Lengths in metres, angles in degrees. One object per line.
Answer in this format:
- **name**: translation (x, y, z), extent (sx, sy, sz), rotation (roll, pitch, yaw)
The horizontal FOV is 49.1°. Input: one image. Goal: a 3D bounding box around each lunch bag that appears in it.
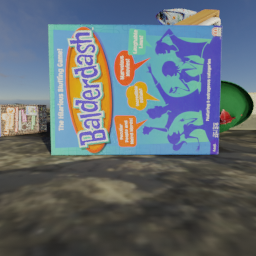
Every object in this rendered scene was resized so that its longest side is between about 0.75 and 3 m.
- **lunch bag**: translation (1.767, -4.062, 10.437), extent (1.202, 0.745, 1.022), rotation (27, 34, 29)

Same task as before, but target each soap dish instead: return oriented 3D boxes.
- **soap dish**: translation (2.116, -2.708, 8.973), extent (1.509, 0.779, 1.918), rotation (-28, -33, -6)

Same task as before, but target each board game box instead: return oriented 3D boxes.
- **board game box**: translation (-3.768, -0.281, 8.776), extent (1.500, 0.911, 1.882), rotation (3, 5, 32)
- **board game box**: translation (0.121, -0.657, 5.084), extent (2.970, 2.259, 0.668), rotation (-1, 5, -1)

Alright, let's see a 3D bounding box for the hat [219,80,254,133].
- **hat**: translation (2.544, 0.057, 8.182), extent (2.577, 2.268, 2.135), rotation (36, -45, -27)

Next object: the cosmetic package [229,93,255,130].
- **cosmetic package**: translation (3.636, -0.568, 9.832), extent (2.447, 0.894, 1.267), rotation (2, -26, 9)
